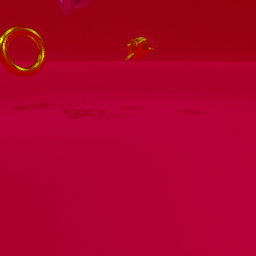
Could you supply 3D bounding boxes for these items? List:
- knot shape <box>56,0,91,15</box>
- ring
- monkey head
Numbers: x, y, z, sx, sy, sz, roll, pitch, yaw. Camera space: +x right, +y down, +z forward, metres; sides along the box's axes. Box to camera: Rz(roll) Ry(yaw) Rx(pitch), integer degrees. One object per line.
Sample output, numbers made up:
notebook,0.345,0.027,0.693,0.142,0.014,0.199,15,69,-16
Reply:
knot shape,-1.248,-3.897,7.870,1.723,0.851,1.842,-27,24,-6
ring,-3.857,-2.831,10.366,1.861,1.861,0.372,-13,17,-41
monkey head,0.421,-2.792,9.868,1.230,0.741,0.885,-23,21,-15
